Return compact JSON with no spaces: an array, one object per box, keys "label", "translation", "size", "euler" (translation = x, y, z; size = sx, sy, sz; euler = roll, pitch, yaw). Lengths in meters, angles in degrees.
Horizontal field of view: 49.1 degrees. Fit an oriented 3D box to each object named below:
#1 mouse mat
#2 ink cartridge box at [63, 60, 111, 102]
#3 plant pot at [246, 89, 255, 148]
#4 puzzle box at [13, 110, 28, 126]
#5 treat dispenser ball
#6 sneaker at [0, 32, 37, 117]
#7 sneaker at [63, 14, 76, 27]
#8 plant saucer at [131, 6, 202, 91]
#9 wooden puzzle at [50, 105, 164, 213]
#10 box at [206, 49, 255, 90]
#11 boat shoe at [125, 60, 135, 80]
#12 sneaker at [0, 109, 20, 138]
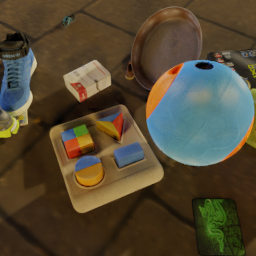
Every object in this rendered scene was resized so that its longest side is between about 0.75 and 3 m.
[{"label":"mouse mat","translation":[2.301,2.519,7.193],"size":[1.189,0.056,1.478],"euler":[1,54,1]},{"label":"ink cartridge box","translation":[-1.401,-1.659,9.803],"size":[1.347,0.558,0.989],"euler":[-32,61,-20]},{"label":"plant pot","translation":[4.397,-0.103,7.869],"size":[2.300,2.388,2.388],"euler":[19,56,26]},{"label":"puzzle box","translation":[-3.585,-0.394,9.199],"size":[0.523,0.100,0.786],"euler":[-11,56,-8]},{"label":"treat dispenser ball","translation":[1.782,-0.371,7.138],"size":[2.648,2.648,2.648],"euler":[0,55,0]},{"label":"sneaker","translation":[-3.809,-1.928,9.256],"size":[1.148,1.664,2.992],"euler":[-1,53,2]},{"label":"sneaker","translation":[-2.521,-4.693,12.070],"size":[0.305,0.342,0.834],"euler":[19,56,13]},{"label":"plant saucer","translation":[1.270,-2.546,9.280],"size":[0.444,2.768,2.768],"euler":[7,41,-48]},{"label":"wooden puzzle","translation":[-0.708,0.634,8.136],"size":[2.637,0.659,2.848],"euler":[-20,57,-14]},{"label":"box","translation":[4.366,-1.848,9.905],"size":[2.730,0.604,2.187],"euler":[-5,55,-4]},{"label":"boat shoe","translation":[0.190,-2.290,10.352],"size":[0.413,0.387,1.146],"euler":[13,56,9]},{"label":"sneaker","translation":[-4.563,-0.286,8.575],"size":[2.323,0.940,0.858],"euler":[-1,54,5]}]
